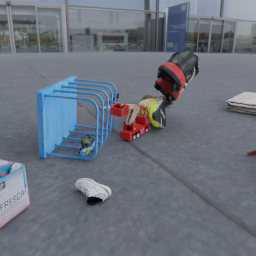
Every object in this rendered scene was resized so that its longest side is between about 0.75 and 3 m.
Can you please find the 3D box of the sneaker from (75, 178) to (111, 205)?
[{"bbox_3d":[-0.790,1.262,5.583,0.822,0.310,0.473,11,20,24],"label":"sneaker"}]

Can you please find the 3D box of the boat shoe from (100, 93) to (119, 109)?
[{"bbox_3d":[-0.816,-1.216,12.393,0.464,0.577,1.243,10,21,28],"label":"boat shoe"}]

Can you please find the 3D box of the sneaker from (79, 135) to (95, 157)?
[{"bbox_3d":[-1.126,0.457,7.418,0.406,0.347,0.979,34,22,-3],"label":"sneaker"}]

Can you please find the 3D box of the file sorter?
[{"bbox_3d":[-1.350,-0.380,8.178,1.577,1.783,2.570,6,20,7],"label":"file sorter"}]

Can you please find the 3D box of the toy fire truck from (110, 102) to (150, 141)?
[{"bbox_3d":[0.123,-0.278,8.675,0.421,1.217,1.725,13,23,31],"label":"toy fire truck"}]

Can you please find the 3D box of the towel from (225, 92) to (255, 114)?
[{"bbox_3d":[5.643,-1.148,12.322,1.922,0.500,2.901,14,23,34],"label":"towel"}]

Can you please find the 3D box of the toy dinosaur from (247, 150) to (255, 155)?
[{"bbox_3d":[4.308,0.936,6.061,1.437,2.737,2.484,17,47,-16],"label":"toy dinosaur"}]

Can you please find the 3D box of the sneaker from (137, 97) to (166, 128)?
[{"bbox_3d":[0.802,-0.558,10.120,1.116,0.966,2.473,-2,10,6],"label":"sneaker"}]

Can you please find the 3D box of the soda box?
[{"bbox_3d":[-3.239,1.030,5.303,2.683,0.918,0.853,7,20,20],"label":"soda box"}]

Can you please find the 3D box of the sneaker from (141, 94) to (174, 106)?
[{"bbox_3d":[1.295,-1.153,12.574,1.482,0.522,0.560,9,40,31],"label":"sneaker"}]

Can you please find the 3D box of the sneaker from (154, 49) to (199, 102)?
[{"bbox_3d":[1.682,-1.774,9.565,1.054,1.457,2.982,44,-4,6],"label":"sneaker"}]
